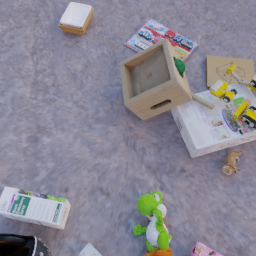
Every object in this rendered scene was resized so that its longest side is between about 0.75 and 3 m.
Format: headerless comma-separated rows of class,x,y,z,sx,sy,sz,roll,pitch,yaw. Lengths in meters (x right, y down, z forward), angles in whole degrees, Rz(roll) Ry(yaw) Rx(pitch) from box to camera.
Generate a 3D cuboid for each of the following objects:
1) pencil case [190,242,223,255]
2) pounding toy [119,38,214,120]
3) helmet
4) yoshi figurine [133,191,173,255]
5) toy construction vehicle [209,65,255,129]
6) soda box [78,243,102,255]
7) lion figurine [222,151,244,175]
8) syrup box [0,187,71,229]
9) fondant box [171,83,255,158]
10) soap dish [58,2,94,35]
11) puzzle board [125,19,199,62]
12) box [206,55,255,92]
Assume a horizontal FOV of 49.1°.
pencil case,2.387,3.668,7.437,1.502,0.622,0.650,26,60,12
pounding toy,1.244,-1.443,9.390,2.395,1.703,2.205,-23,56,25
helmet,-2.753,3.565,6.773,1.834,1.924,1.924,10,62,-10
yoshi figurine,0.640,2.658,7.779,1.069,1.065,1.902,-5,59,5
toy construction vehicle,3.761,-1.020,9.093,1.994,0.702,1.736,36,75,18
soda box,-0.774,3.664,7.439,1.209,0.412,0.385,42,53,12
lion figurine,3.299,1.059,8.880,0.598,0.354,0.976,24,64,-11
syrup box,-2.703,2.311,8.081,1.889,0.769,0.744,11,62,5
fondant box,3.083,-0.325,9.457,2.723,0.793,1.964,-15,62,-7
soap dish,-2.168,-4.621,11.868,1.112,0.574,1.414,14,63,7
puzzle board,1.376,-3.453,11.457,2.456,0.214,1.851,34,67,17
box,3.922,-2.097,10.746,1.824,0.194,1.491,6,62,2
